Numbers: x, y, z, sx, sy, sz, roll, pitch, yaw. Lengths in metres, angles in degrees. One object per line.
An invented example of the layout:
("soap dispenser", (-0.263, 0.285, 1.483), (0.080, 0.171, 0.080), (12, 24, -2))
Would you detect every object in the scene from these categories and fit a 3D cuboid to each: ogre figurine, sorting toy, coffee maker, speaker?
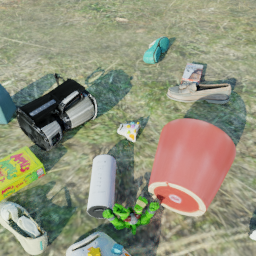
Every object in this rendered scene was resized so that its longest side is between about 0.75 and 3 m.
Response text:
("ogre figurine", (0.092, 2.559, 8.109), (1.543, 0.925, 0.757), (-21, 43, -22))
("sorting toy", (0.019, 0.050, 11.129), (0.795, 0.472, 0.883), (8, 43, 15))
("coffee maker", (-2.949, -0.653, 11.027), (2.536, 1.778, 2.640), (25, 49, 35))
("speaker", (-0.812, 1.831, 8.967), (0.805, 0.805, 1.984), (0, 43, 0))
("sorting toy", (-0.824, 3.492, 7.309), (1.914, 1.022, 1.723), (-23, 29, -23))

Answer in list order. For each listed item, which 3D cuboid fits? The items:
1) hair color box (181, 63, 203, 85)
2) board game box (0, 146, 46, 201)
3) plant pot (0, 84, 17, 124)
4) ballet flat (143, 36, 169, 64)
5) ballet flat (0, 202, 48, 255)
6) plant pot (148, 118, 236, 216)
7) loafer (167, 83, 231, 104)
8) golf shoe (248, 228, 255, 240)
("hair color box", (3.203, -2.624, 13.925), (0.837, 0.482, 1.509), (12, 46, 12))
("board game box", (-4.109, 1.643, 9.338), (2.329, 0.554, 1.183), (-32, 52, -29))
("plant pot", (-5.480, -1.065, 11.542), (1.048, 1.483, 1.048), (4, 44, 4))
("ballet flat", (1.495, -4.378, 15.542), (0.931, 0.891, 2.646), (5, 40, 25))
("ballet flat", (-3.127, 2.676, 8.105), (2.280, 0.792, 0.792), (30, 51, 27))
("plant pot", (1.817, 1.293, 8.607), (2.461, 2.461, 2.178), (18, 56, 18))
("loafer", (3.204, -1.725, 12.668), (2.799, 0.880, 1.006), (5, 43, 5))
("golf shoe", (4.083, 3.205, 7.690), (1.465, 0.570, 0.692), (11, 44, 13))
